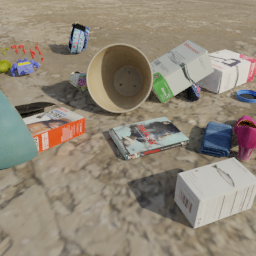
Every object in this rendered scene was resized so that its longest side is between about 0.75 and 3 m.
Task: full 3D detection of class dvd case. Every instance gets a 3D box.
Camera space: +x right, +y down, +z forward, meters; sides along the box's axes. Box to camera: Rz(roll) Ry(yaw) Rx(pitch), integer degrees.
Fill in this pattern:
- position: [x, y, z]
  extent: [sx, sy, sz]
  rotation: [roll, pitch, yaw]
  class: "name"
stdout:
- position: [0.730, 0.308, 10.182]
  extent: [2.432, 0.268, 1.776]
  rotation: [-13, 35, -18]
  class: "dvd case"

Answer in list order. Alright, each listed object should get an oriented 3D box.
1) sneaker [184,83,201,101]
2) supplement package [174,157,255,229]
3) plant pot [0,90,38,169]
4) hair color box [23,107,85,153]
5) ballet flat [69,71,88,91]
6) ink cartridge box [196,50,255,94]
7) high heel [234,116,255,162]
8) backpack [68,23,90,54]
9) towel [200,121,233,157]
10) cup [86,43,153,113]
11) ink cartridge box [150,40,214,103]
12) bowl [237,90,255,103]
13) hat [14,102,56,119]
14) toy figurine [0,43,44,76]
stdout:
- position: [3.109, -1.793, 13.129]
  extent: [0.674, 0.647, 1.719]
  rotation: [3, 35, -4]
  class: "sneaker"
- position: [2.288, 1.659, 7.359]
  extent: [1.800, 1.056, 1.052]
  rotation: [-13, 35, -19]
  class: "supplement package"
- position: [-4.185, 0.249, 8.365]
  extent: [1.739, 2.582, 2.582]
  rotation: [-35, 46, -28]
  class: "plant pot"
- position: [-2.838, 0.036, 9.888]
  extent: [1.324, 0.763, 2.387]
  rotation: [24, 33, 32]
  class: "hair color box"
- position: [-2.311, -2.280, 13.156]
  extent: [0.883, 0.858, 2.481]
  rotation: [18, 11, -17]
  class: "ballet flat"
- position: [4.818, -2.975, 14.384]
  extent: [2.862, 1.207, 2.072]
  rotation: [-22, 39, -30]
  class: "ink cartridge box"
- position: [4.199, -0.075, 9.805]
  extent: [0.914, 1.302, 2.713]
  rotation: [15, 36, 23]
  class: "high heel"
- position: [-3.249, -5.692, 18.295]
  extent: [1.213, 1.646, 1.803]
  rotation: [12, 46, -14]
  class: "backpack"
- position: [3.163, 0.387, 9.920]
  extent: [0.967, 0.420, 1.732]
  rotation: [12, 34, 17]
  class: "towel"
- position: [-0.181, -2.084, 12.100]
  extent: [2.746, 2.746, 1.964]
  rotation: [7, 8, 11]
  class: "cup"
- position: [2.213, -2.662, 12.929]
  extent: [2.754, 1.144, 2.019]
  rotation: [-31, 34, 6]
  class: "ink cartridge box"
- position: [5.585, -1.469, 12.982]
  extent: [1.059, 0.208, 1.059]
  rotation: [0, 33, 0]
  class: "bowl"
- position: [-3.763, -0.422, 10.628]
  extent: [2.169, 0.875, 2.169]
  rotation: [-7, 12, 1]
  class: "hat"
- position: [-5.848, -3.483, 15.085]
  extent: [2.763, 1.458, 1.655]
  rotation: [-14, 41, -19]
  class: "toy figurine"
